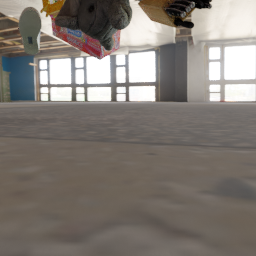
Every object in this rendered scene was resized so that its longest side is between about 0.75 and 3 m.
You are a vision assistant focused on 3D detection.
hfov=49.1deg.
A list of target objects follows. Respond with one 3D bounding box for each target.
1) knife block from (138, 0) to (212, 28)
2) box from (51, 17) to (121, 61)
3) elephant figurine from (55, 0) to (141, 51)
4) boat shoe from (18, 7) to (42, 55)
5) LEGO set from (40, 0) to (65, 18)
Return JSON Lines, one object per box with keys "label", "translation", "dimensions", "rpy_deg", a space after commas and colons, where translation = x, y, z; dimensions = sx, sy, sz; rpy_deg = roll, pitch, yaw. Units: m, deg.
{"label": "knife block", "translation": [1.229, -3.484, 8.272], "dimensions": [2.534, 2.225, 0.811], "rpy_deg": [-15, -45, 42]}
{"label": "box", "translation": [-1.516, -3.599, 9.984], "dimensions": [2.420, 1.242, 1.145], "rpy_deg": [32, 52, 20]}
{"label": "elephant figurine", "translation": [-0.612, -2.381, 5.562], "dimensions": [1.737, 2.455, 1.905], "rpy_deg": [6, -25, 7]}
{"label": "boat shoe", "translation": [-3.700, -3.784, 10.581], "dimensions": [0.796, 0.812, 2.280], "rpy_deg": [-3, -24, -19]}
{"label": "LEGO set", "translation": [-2.000, -3.801, 8.673], "dimensions": [0.957, 1.183, 2.572], "rpy_deg": [17, 14, -47]}
